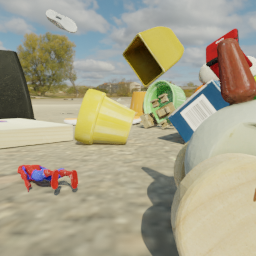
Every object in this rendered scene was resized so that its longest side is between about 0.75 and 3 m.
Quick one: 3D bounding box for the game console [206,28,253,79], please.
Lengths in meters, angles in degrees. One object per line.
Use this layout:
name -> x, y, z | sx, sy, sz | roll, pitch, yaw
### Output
game console -> 2.324, -1.680, 6.497 | 0.549, 0.798, 0.926 | 15, -22, -28

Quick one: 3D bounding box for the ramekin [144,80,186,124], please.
ramekin -> 1.410, -0.943, 10.603 | 0.794, 1.625, 1.625 | 5, 1, -38

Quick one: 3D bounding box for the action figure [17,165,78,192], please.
action figure -> -0.906, 0.504, 2.910 | 0.330, 0.261, 1.010 | 2, -2, -41

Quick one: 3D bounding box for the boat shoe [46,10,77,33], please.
boat shoe -> -2.657, -4.200, 11.238 | 1.355, 0.481, 0.473 | 27, -12, -8

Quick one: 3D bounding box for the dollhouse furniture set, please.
dollhouse furniture set -> 1.020, -0.428, 8.749 | 1.067, 0.935, 0.709 | -27, -7, 28

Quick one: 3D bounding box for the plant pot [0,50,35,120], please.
plant pot -> -5.112, -1.408, 10.040 | 2.923, 2.600, 2.931 | -3, 5, -29

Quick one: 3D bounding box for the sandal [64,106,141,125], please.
sandal -> -0.860, -0.524, 10.017 | 2.836, 0.813, 1.086 | -1, 6, -9

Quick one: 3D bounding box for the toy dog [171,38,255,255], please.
toy dog -> 1.442, 0.100, 1.709 | 2.652, 1.277, 1.749 | -2, 6, -15

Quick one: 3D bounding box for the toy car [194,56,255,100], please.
toy car -> 3.792, -1.141, 10.650 | 2.217, 2.587, 2.957 | -42, 28, -25

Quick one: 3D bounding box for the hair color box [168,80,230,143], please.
hair color box -> 2.006, -0.394, 6.386 | 1.211, 0.733, 2.421 | -42, -18, 29

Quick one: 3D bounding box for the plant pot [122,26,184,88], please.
plant pot -> 1.259, -3.173, 11.916 | 1.895, 1.853, 1.841 | -35, 2, -25

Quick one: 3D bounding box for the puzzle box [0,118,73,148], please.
puzzle box -> -2.859, 0.061, 6.523 | 1.920, 0.367, 2.887 | -6, 8, -43

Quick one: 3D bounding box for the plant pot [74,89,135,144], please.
plant pot -> -0.433, -0.134, 5.663 | 1.023, 1.088, 1.088 | 16, 6, -2

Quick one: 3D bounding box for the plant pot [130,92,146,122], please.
plant pot -> 0.621, -0.906, 11.730 | 1.333, 1.221, 1.333 | 0, 6, 0
